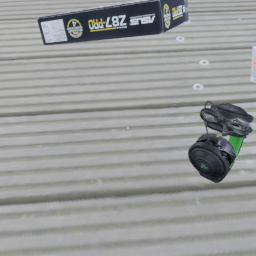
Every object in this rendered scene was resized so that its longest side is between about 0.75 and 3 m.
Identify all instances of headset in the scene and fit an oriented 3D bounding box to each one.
[{"bbox_3d":[1.703,0.224,4.754,1.054,2.242,1.385,23,81,36],"label":"headset"}]

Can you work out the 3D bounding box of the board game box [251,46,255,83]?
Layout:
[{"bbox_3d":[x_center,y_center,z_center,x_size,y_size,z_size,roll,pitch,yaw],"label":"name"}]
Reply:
[{"bbox_3d":[2.615,-1.162,5.371,0.171,0.709,0.937,-4,21,5],"label":"board game box"}]

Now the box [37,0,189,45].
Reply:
[{"bbox_3d":[-0.215,-2.228,5.734,2.507,0.616,2.021,2,27,24],"label":"box"}]
